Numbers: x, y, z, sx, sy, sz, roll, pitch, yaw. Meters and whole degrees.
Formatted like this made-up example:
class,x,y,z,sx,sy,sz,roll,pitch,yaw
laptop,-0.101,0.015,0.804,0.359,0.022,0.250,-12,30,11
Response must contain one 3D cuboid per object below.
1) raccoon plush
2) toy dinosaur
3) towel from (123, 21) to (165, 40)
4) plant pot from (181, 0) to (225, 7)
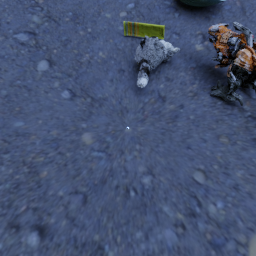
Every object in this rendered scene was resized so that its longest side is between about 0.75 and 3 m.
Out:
class,x,y,z,sx,sy,sz,roll,pitch,yaw
raccoon plush,0.910,-2.030,9.013,1.284,0.927,1.916,16,83,-28
toy dinosaur,3.274,-1.801,8.036,1.527,2.028,2.989,-8,51,-3
towel,0.557,-3.434,9.883,1.464,0.630,0.132,10,67,9
plant pot,2.661,-5.568,10.666,2.197,1.480,2.197,9,75,-39
